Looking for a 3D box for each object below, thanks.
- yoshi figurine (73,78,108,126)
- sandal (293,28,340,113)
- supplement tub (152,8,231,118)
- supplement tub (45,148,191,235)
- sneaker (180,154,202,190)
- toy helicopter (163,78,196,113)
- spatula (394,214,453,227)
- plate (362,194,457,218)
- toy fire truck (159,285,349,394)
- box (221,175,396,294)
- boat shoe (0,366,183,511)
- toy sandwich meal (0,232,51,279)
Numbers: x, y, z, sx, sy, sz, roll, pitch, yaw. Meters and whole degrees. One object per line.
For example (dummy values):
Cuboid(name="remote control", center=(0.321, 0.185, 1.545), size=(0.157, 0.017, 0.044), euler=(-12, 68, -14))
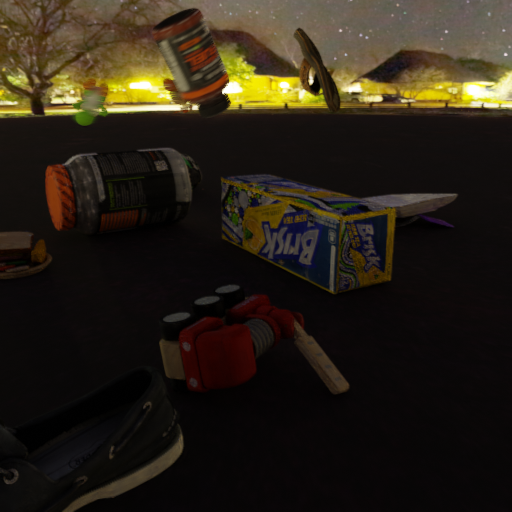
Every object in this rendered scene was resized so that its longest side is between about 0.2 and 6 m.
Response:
Cuboid(name="yoshi figurine", center=(-3.340, -3.000, 11.254), size=(0.603, 0.605, 1.076), euler=(-23, -14, -37))
Cuboid(name="sandal", center=(1.161, -3.797, 11.651), size=(0.610, 2.234, 0.913), euler=(-30, -23, 19))
Cuboid(name="supplement tub", center=(-0.622, -1.983, 5.851), size=(0.550, 1.028, 0.550), euler=(-18, 35, 13))
Cuboid(name="supplement tub", center=(-2.818, -1.327, 11.510), size=(2.652, 1.625, 1.625), euler=(-10, 20, -30))
Cuboid(name="sneaker", center=(-2.104, -2.474, 15.820), size=(1.271, 1.164, 2.983), euler=(-7, 19, -23))
Cuboid(name="toy helicopter", center=(-1.391, -3.143, 11.199), size=(0.428, 0.718, 1.086), euler=(-28, 43, -36))
Cuboid(name="spatula", center=(3.018, -0.706, 11.809), size=(2.402, 0.247, 0.679), euler=(-4, 19, -12))
Cuboid(name="plate", center=(3.059, -1.120, 12.566), size=(2.078, 0.336, 2.074), euler=(-13, 11, -34))
Cuboid(name="toy fire truck", center=(0.030, 0.973, 5.748), size=(1.599, 1.029, 1.408), euler=(-1, 14, 33))
Cuboid(name="box", center=(0.706, -0.528, 9.593), size=(1.146, 1.248, 3.563), euler=(-10, 21, -29))
Cuboid(name="boat shoe", center=(-1.629, 1.489, 3.978), size=(2.579, 0.855, 0.964), euler=(-15, 23, -38))
Cuboid(name="toy sandwich meal", center=(-4.044, -0.029, 9.310), size=(1.333, 0.457, 1.333), euler=(1, 19, 0))
